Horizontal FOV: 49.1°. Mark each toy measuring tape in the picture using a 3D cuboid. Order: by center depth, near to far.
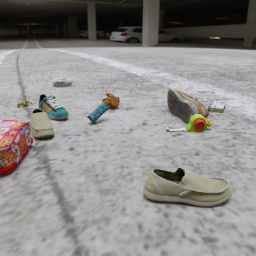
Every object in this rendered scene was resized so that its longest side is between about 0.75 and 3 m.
[{"bbox_3d":[2.430,-0.206,11.120,1.860,0.684,0.684,-2,21,-6],"label":"toy measuring tape"}]

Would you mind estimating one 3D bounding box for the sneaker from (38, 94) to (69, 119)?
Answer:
[{"bbox_3d":[-3.507,-1.004,12.855,0.795,0.891,2.229,-19,28,-41],"label":"sneaker"}]

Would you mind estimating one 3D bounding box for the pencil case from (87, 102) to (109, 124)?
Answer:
[{"bbox_3d":[-1.277,-0.654,12.044,0.431,0.468,1.012,41,66,7],"label":"pencil case"}]

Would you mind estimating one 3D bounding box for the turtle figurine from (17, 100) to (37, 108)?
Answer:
[{"bbox_3d":[-5.293,-1.289,14.422,0.996,0.321,0.803,3,21,8],"label":"turtle figurine"}]

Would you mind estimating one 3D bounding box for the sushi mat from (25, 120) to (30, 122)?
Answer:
[{"bbox_3d":[-4.523,0.022,11.260,0.821,0.104,1.717,-3,21,-8],"label":"sushi mat"}]

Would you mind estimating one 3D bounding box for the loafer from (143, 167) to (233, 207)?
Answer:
[{"bbox_3d":[1.459,1.374,6.781,2.166,0.739,0.819,0,21,0],"label":"loafer"}]

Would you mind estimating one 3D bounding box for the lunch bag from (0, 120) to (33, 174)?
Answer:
[{"bbox_3d":[-4.337,0.491,8.689,2.223,1.034,2.524,0,21,-1],"label":"lunch bag"}]

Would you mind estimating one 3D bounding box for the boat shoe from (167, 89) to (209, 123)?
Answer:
[{"bbox_3d":[2.669,-1.032,12.874,1.046,1.104,2.915,-3,30,-17],"label":"boat shoe"}]

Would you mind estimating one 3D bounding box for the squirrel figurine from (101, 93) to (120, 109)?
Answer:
[{"bbox_3d":[-0.891,-1.287,14.018,0.944,0.668,0.881,7,28,25],"label":"squirrel figurine"}]

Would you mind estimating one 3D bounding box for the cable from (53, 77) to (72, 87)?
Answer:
[{"bbox_3d":[-4.475,-3.151,19.162,1.340,0.464,1.339,-16,25,-38],"label":"cable"}]

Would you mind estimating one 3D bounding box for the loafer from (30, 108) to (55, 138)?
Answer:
[{"bbox_3d":[-3.467,-0.217,10.982,0.825,0.744,2.179,-12,24,-28],"label":"loafer"}]

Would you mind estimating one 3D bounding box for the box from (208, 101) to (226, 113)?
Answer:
[{"bbox_3d":[4.452,-1.072,13.979,0.718,0.226,1.304,9,22,22],"label":"box"}]
